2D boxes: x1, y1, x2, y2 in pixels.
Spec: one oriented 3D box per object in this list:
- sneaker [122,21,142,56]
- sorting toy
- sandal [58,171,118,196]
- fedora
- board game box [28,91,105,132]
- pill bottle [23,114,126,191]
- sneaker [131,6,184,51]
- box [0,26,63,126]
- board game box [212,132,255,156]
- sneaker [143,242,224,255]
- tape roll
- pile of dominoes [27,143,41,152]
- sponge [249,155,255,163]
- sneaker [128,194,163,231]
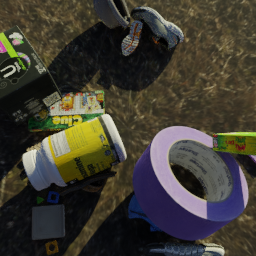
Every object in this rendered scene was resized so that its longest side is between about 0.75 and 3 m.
[{"bbox_3d":[0.182,-3.226,10.301,0.545,0.538,1.393,23,77,7],"label":"sneaker"},{"bbox_3d":[-2.399,2.857,8.503,1.024,0.248,1.818,-6,72,3],"label":"sorting toy"},{"bbox_3d":[-1.196,1.764,8.607,1.900,0.776,0.519,-20,90,-8],"label":"sandal"},{"bbox_3d":[-0.686,-4.476,10.280,0.882,1.727,1.953,-20,97,23],"label":"fedora"},{"bbox_3d":[-2.081,-0.582,9.579,2.542,0.298,1.332,-3,74,-1],"label":"board game box"},{"bbox_3d":[-1.586,0.786,8.453,2.791,1.569,1.569,-23,74,-6],"label":"pill bottle"},{"bbox_3d":[0.962,-3.673,10.299,2.221,0.821,0.881,37,81,11],"label":"sneaker"},{"bbox_3d":[-3.610,-1.714,9.086,1.819,1.522,2.449,-33,65,-11],"label":"box"},{"bbox_3d":[3.198,0.384,7.165,1.028,2.023,0.482,-3,91,-18],"label":"board game box"},{"bbox_3d":[1.574,3.957,7.835,2.325,0.872,1.343,2,74,0],"label":"sneaker"},{"bbox_3d":[1.678,1.426,7.704,2.903,1.234,2.903,15,45,-15],"label":"tape roll"},{"bbox_3d":[-2.711,0.828,9.241,1.030,0.164,0.803,-28,74,-17],"label":"pile of dominoes"},{"bbox_3d":[4.212,0.814,9.204,0.478,0.128,0.857,-36,76,-11],"label":"sponge"},{"bbox_3d":[1.266,2.658,8.327,2.570,0.847,1.008,16,89,4],"label":"sneaker"}]
